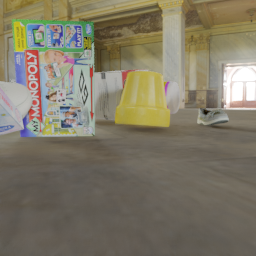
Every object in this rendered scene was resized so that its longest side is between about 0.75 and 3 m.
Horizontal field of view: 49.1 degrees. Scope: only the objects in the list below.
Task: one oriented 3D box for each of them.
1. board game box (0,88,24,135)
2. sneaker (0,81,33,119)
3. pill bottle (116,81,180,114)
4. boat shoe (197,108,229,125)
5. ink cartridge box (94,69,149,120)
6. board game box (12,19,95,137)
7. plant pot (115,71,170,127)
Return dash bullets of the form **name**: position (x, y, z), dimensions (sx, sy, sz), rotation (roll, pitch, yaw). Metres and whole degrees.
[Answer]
- **board game box**: position (-2.353, -0.206, 3.548), dimensions (1.540, 0.317, 1.536), rotation (-14, -21, -7)
- **sneaker**: position (-2.745, -0.625, 4.474), dimensions (2.818, 1.400, 1.098), rotation (-11, 49, -49)
- **pill bottle**: position (0.693, -1.059, 10.018), dimensions (2.157, 1.124, 1.124), rotation (1, 5, 25)
- **boat shoe**: position (2.888, -0.424, 9.744), dimensions (0.678, 0.590, 1.839), rotation (-7, 4, -4)
- **ink cartridge box**: position (-0.492, -1.425, 12.035), dimensions (2.770, 2.033, 1.148), rotation (5, 16, 35)
- **board game box**: position (-1.593, -1.058, 6.261), dimensions (1.695, 2.519, 0.367), rotation (-1, 13, -7)
- **plant pot**: position (0.453, -0.833, 8.319), dimensions (1.632, 1.535, 1.632), rotation (3, 0, 0)
